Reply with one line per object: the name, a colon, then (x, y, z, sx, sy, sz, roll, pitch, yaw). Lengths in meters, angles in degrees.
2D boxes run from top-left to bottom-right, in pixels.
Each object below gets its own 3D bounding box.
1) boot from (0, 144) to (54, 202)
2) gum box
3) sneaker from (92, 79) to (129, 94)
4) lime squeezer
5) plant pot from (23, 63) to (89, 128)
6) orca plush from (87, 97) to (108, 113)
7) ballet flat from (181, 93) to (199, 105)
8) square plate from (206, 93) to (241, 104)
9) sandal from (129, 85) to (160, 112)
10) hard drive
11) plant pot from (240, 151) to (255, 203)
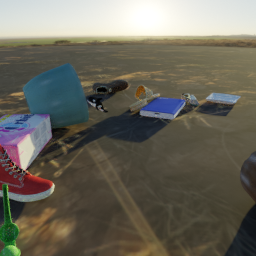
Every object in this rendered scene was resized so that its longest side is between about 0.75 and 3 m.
boot: (-2.707, 1.040, 6.784, 1.804, 1.301, 0.653, 4, 22, 9)
gum box: (-3.666, 0.355, 9.038, 1.605, 0.935, 2.829, 1, 21, 4)
sneaker: (-0.994, -2.296, 16.497, 2.170, 0.764, 0.820, -8, 38, -6)
lime squeezer: (-2.145, 2.073, 5.110, 0.377, 0.705, 1.997, 7, 46, -31)
plant pot: (-2.924, -1.101, 11.029, 1.977, 2.464, 2.464, -20, 27, -19)
orca plush: (-0.954, -0.831, 9.427, 0.361, 1.015, 0.534, -39, 45, 9)
ballet flat: (3.225, -1.541, 14.647, 0.452, 0.447, 1.329, -12, 25, -29)
square plate: (5.110, -1.561, 15.021, 1.524, 0.217, 1.510, 12, 24, 28)
sandal: (0.759, -1.694, 13.959, 1.041, 0.934, 2.840, -17, 12, 30)
hard drive: (1.725, -0.999, 13.430, 1.578, 0.303, 2.392, 8, 23, 21)
plant pot: (3.375, 1.274, 5.916, 1.738, 1.738, 1.721, -1, 12, -4)
